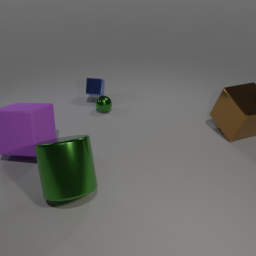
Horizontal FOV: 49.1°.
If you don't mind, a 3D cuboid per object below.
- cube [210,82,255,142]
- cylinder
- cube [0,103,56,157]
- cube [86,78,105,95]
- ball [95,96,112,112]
[{"bbox_3d":[4.059,-0.579,9.979,1.400,1.400,1.400,-12,53,-20],"label":"cube"},{"bbox_3d":[-1.581,0.978,7.238,1.400,1.400,1.400,-9,5,1],"label":"cylinder"},{"bbox_3d":[-3.277,-0.001,8.972,1.400,1.400,1.400,2,16,12],"label":"cube"},{"bbox_3d":[-1.459,-1.846,12.567,0.700,0.700,0.700,5,5,5],"label":"cube"},{"bbox_3d":[-1.019,-1.017,11.810,0.700,0.700,0.700,0,30,0],"label":"ball"}]
